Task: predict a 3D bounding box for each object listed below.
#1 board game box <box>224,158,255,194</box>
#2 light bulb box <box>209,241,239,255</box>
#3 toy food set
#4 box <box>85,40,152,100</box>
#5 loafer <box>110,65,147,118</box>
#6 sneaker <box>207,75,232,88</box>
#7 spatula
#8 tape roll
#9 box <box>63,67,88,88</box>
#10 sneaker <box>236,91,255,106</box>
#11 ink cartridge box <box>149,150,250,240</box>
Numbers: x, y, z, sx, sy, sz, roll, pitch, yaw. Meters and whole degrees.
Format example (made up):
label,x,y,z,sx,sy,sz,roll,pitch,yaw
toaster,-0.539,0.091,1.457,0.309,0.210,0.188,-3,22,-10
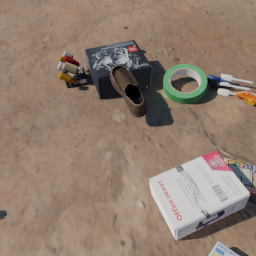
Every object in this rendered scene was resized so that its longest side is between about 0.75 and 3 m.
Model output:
label,x,y,z,sx,sy,sz,roll,pitch,yaw
board game box,3.973,1.672,9.807,1.343,0.311,1.017,14,50,13
light bulb box,2.575,3.957,7.452,1.178,0.742,1.189,30,54,25
toy food set,-2.725,-2.883,13.108,0.814,0.863,1.809,23,31,-29
box,-0.466,-2.790,13.151,2.536,1.320,2.310,-15,51,-13
loafer,0.087,-1.640,11.212,0.917,0.891,2.510,-27,70,-14
sneaker,4.227,-2.104,13.156,1.343,0.523,0.471,12,26,-18
spatula,4.940,-1.872,12.887,1.500,0.120,1.043,13,75,2
tape roll,2.586,-2.030,12.766,1.957,0.470,1.957,-2,61,4
box,-2.527,-2.422,13.417,1.022,0.440,0.837,-14,49,-12
sneaker,5.417,-1.281,12.375,1.292,0.472,0.498,19,73,17
ink cartridge box,2.144,2.062,8.790,2.476,1.044,1.792,-22,51,-9
